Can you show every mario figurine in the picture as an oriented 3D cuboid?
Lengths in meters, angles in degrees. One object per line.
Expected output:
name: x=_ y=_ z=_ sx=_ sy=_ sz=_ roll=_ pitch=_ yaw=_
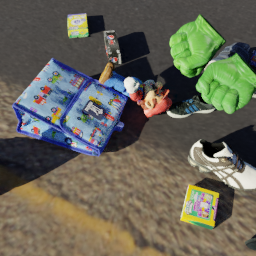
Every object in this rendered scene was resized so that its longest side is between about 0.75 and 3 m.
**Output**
mario figurine: x=0.381 y=-1.335 z=8.598 sx=2.346 sy=1.243 sz=1.448 roll=28 pitch=56 yaw=-12

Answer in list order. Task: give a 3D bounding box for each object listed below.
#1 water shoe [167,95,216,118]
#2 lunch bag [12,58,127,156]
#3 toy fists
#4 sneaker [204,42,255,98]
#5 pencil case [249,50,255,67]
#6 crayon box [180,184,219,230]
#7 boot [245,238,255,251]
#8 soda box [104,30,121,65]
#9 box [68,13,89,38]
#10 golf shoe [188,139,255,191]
water shoe: x=2.032 y=-0.787 z=8.909 sx=1.645 sy=0.649 sz=0.588 roll=-10 pitch=53 yaw=-8
lunch bag: x=-1.522 y=-0.473 z=8.474 sx=2.910 sy=1.369 sz=2.191 roll=22 pitch=53 yaw=2
toy fists: x=2.184 y=-1.655 z=7.512 sx=2.790 sy=1.422 sz=0.959 roll=54 pitch=30 yaw=15
sneaker: x=4.151 y=-2.096 z=9.772 sx=2.368 sy=0.900 sz=1.711 roll=36 pitch=63 yaw=26
pencil case: x=5.219 y=-2.342 z=10.128 sx=1.554 sy=0.675 sz=0.607 roll=31 pitch=22 yaw=21
crayon box: x=1.800 y=1.962 z=7.002 sx=0.783 sy=0.265 sz=0.908 roll=14 pitch=53 yaw=13
boot: x=3.157 y=2.891 z=6.205 sx=0.949 sy=0.362 sz=0.797 roll=5 pitch=48 yaw=-4
soda box: x=-0.608 y=-3.110 z=10.798 sx=0.485 sy=0.541 sz=1.530 roll=-8 pitch=53 yaw=-3
box: x=-2.127 y=-4.326 z=11.890 sx=0.840 sy=0.346 sz=1.432 roll=-7 pitch=54 yaw=-5
golf shoe: x=2.650 y=0.946 z=7.354 sx=2.098 sy=0.991 sz=0.816 roll=19 pitch=53 yaw=13
